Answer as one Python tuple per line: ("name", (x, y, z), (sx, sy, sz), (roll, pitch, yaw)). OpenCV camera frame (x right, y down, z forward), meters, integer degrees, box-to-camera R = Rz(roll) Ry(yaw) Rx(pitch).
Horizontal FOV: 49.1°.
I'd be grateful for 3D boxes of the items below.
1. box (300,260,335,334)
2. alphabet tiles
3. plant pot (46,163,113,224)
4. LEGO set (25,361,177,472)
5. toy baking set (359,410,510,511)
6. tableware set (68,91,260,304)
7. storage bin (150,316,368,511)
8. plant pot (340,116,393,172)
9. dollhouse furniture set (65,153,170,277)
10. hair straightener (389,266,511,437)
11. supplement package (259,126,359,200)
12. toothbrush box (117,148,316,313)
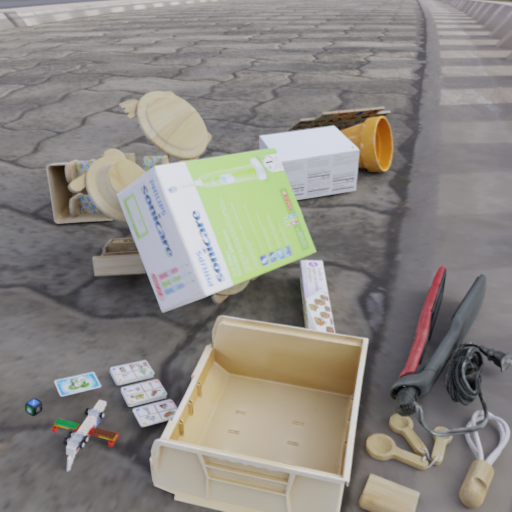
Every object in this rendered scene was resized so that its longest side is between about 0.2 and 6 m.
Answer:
("box", (0.962, 0.774, 9.037), (0.397, 0.425, 2.052), (0, 32, 0))
("alphabet tiles", (2.157, -3.607, 15.223), (2.655, 0.084, 2.210), (-9, -2, -17))
("plant pot", (-3.673, -1.475, 12.034), (1.239, 1.240, 1.098), (-4, 20, -6))
("LEGO set", (-2.015, 2.004, 7.256), (1.716, 0.421, 1.282), (-8, 29, -32))
("toy baking set", (2.389, 2.484, 6.365), (2.510, 0.292, 1.926), (1, 32, 1))
("tableware set", (-1.175, -1.155, 10.004), (3.842, 0.446, 3.209), (43, 44, -13))
("storage bin", (0.110, 1.863, 6.693), (2.151, 1.016, 2.167), (8, 33, 12))
("plant pot", (2.625, -2.756, 14.069), (1.228, 1.341, 1.341), (1, 28, 32))
("dollhouse furniture set", (-2.362, -0.773, 9.790), (1.714, 1.955, 1.299), (-4, 16, -2))
("hair straightener", (2.871, 1.241, 7.816), (1.399, 0.744, 3.635), (12, 28, 24))
("supplement package", (1.178, -2.155, 12.980), (1.914, 1.061, 1.491), (-10, 36, -13))
("toothbrush box", (-0.525, -0.491, 8.816), (1.140, 1.928, 2.648), (-23, -2, 43))
